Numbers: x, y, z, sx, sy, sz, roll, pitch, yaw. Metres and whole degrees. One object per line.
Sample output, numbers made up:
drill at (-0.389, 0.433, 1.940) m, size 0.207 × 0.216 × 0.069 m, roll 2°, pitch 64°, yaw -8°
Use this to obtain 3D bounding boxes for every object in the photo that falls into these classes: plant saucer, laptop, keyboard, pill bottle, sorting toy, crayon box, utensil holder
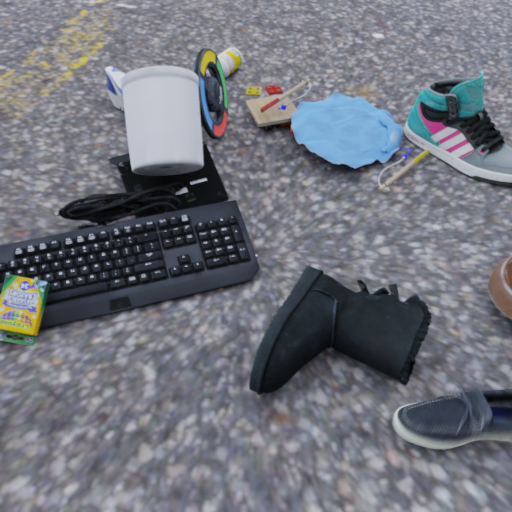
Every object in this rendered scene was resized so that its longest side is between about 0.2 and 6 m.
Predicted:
plant saucer at (5.162, 0.464, 9.704) m, size 2.111 × 0.364 × 2.111 m, roll -10°, pitch 37°, yaw 7°
laptop at (-2.030, -1.762, 12.640) m, size 2.054 × 1.197 × 2.318 m, roll -19°, pitch 74°, yaw -17°
keyboard at (-2.766, -0.278, 10.435) m, size 5.268 × 1.044 × 2.742 m, roll -12°, pitch 53°, yaw -13°
pill bottle at (-0.895, -5.404, 15.840) m, size 0.603 × 0.603 × 1.069 m, roll 23°, pitch 50°, yaw 21°
sorting toy at (0.394, -3.637, 14.265) m, size 1.116 × 0.392 × 2.315 m, roll -13°, pitch 48°, yaw -12°
crayon box at (-3.990, 0.922, 9.476) m, size 0.690 × 0.283 × 1.097 m, roll 11°, pitch 77°, yaw -6°
utensil holder at (-1.873, -2.652, 11.326) m, size 1.564 × 1.564 × 1.840 m, roll -5°, pitch 89°, yaw -5°

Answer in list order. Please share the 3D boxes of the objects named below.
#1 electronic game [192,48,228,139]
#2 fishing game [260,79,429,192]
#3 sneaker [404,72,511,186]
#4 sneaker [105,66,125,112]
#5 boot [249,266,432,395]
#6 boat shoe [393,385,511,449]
electronic game at (-1.047, -3.830, 13.282) m, size 0.434 × 2.086 × 2.086 m, roll -2°, pitch 45°, yaw 15°
fishing game at (2.154, -3.004, 13.569) m, size 3.852 × 0.599 × 2.758 m, roll 35°, pitch 55°, yaw 20°
sneaker at (4.911, -3.050, 12.611) m, size 1.341 × 1.936 × 3.206 m, roll -35°, pitch 55°, yaw -29°
sneaker at (-3.033, -4.214, 14.635) m, size 1.163 × 0.813 × 2.013 m, roll -26°, pitch 58°, yaw -28°
boot at (1.419, 1.411, 8.995) m, size 2.270 × 1.025 × 2.770 m, roll 22°, pitch 48°, yaw 16°
boat shoe at (3.130, 2.306, 8.194) m, size 2.250 × 0.700 × 0.839 m, roll -1°, pitch 34°, yaw 0°
